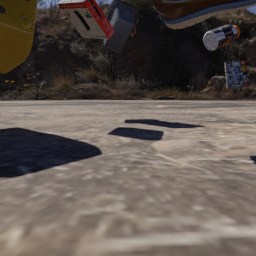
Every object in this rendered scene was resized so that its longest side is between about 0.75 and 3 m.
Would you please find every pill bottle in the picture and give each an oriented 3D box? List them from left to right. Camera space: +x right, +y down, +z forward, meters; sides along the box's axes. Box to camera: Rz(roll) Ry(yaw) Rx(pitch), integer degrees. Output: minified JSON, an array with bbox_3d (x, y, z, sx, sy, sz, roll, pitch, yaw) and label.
[{"bbox_3d":[2.867,-2.764,8.451,1.104,0.586,0.586,-26,17,-23],"label":"pill bottle"}]

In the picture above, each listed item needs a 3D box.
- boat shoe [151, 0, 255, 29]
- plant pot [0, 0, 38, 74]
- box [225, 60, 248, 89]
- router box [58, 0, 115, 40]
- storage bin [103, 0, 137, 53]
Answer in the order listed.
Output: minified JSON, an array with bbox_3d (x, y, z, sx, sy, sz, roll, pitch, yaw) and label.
[{"bbox_3d":[1.605,-2.500,4.578,2.705,0.977,0.979,-18,-22,31],"label":"boat shoe"},{"bbox_3d":[-3.619,-3.078,6.996,2.736,2.675,2.657,4,-4,45],"label":"plant pot"},{"bbox_3d":[3.891,-1.924,10.073,0.696,1.017,0.203,-2,-14,6],"label":"box"},{"bbox_3d":[-1.300,-3.454,8.769,1.522,0.372,1.366,22,-20,45],"label":"router box"},{"bbox_3d":[-0.302,-3.725,10.674,1.221,1.678,1.127,16,45,-20],"label":"storage bin"}]
